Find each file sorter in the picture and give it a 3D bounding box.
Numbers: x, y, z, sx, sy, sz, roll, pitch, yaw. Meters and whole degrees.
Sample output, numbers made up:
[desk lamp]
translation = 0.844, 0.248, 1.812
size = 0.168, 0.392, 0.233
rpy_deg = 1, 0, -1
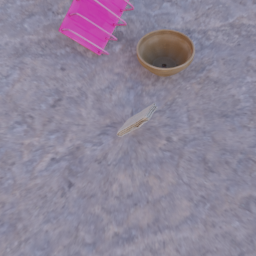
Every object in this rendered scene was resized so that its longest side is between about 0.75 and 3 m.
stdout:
[file sorter]
translation = -0.779, -3.395, 8.171
size = 1.483, 1.339, 2.135
rpy_deg = 26, 96, -28

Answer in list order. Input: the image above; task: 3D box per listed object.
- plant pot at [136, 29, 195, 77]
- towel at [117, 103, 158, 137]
[plant pot]
translation = 1.125, -2.163, 8.611
size = 1.734, 0.801, 1.734
rpy_deg = -1, 58, 1
[towel]
translation = 0.263, -0.210, 7.782
size = 0.211, 1.225, 0.812
rpy_deg = 51, 42, -11
